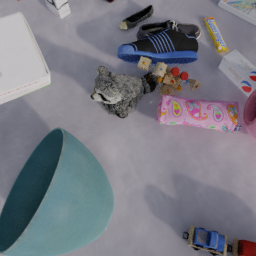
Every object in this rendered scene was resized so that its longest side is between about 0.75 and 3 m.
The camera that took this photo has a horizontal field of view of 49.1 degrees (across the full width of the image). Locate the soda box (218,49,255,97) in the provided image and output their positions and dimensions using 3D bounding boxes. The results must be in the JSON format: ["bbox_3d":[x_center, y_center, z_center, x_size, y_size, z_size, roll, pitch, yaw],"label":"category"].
[{"bbox_3d":[3.254,-1.430,7.748,0.488,0.522,1.532,-32,68,-14],"label":"soda box"}]

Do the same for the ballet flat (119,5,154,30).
[{"bbox_3d":[0.253,-3.509,8.844,1.302,0.370,0.433,-35,69,-16],"label":"ballet flat"}]

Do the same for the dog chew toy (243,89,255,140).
[{"bbox_3d":[4.194,-0.194,6.618,2.645,1.647,1.647,13,64,-3],"label":"dog chew toy"}]

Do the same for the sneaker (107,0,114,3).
[{"bbox_3d":[-0.794,-4.447,9.315,0.970,0.367,0.560,1,67,-1],"label":"sneaker"}]

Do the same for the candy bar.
[{"bbox_3d":[2.711,-2.885,8.662,0.364,0.162,1.460,-10,65,-5],"label":"candy bar"}]

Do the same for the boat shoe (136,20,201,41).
[{"bbox_3d":[1.251,-2.872,8.387,2.011,0.631,0.731,-8,64,-4],"label":"boat shoe"}]

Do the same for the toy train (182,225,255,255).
[{"bbox_3d":[2.498,2.556,5.748,2.735,0.626,0.466,13,65,6],"label":"toy train"}]

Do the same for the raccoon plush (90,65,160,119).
[{"bbox_3d":[-0.018,-1.294,7.137,1.079,1.494,2.229,36,69,16],"label":"raccoon plush"}]

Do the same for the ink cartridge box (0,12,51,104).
[{"bbox_3d":[-2.091,-0.864,4.359,1.539,2.125,0.892,-24,100,-12],"label":"ink cartridge box"}]

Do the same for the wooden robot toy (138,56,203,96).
[{"bbox_3d":[1.051,-1.199,7.489,1.838,0.810,0.834,22,93,-11],"label":"wooden robot toy"}]

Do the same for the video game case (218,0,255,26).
[{"bbox_3d":[4.215,-4.148,9.245,1.860,0.205,1.695,37,70,16],"label":"video game case"}]

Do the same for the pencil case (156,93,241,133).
[{"bbox_3d":[1.750,-0.357,7.070,2.012,0.880,0.880,8,64,3],"label":"pencil case"}]

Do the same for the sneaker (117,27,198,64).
[{"bbox_3d":[0.841,-2.347,7.940,2.336,0.819,0.910,0,85,-9],"label":"sneaker"}]

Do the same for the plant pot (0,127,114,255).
[{"bbox_3d":[-1.242,1.432,5.574,1.643,2.440,2.440,31,62,-26],"label":"plant pot"}]

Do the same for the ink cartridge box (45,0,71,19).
[{"bbox_3d":[-2.273,-4.080,8.757,0.436,1.036,0.749,-41,70,-15],"label":"ink cartridge box"}]
